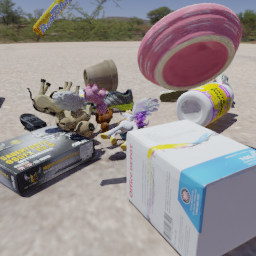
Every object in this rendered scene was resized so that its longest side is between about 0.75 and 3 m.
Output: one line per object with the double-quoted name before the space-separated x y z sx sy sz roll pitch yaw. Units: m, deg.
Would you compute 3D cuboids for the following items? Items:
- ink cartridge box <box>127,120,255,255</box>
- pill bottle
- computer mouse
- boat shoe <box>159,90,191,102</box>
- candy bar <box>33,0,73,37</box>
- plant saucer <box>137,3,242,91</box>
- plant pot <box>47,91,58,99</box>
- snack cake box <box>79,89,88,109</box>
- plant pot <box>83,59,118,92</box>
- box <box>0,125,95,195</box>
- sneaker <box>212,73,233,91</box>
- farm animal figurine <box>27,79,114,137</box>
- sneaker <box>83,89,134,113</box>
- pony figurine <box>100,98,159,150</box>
"ink cartridge box" 1.201 1.038 5.475 1.656 1.663 2.267 -12 25 -27
"pill bottle" 3.120 -0.969 10.869 1.421 1.421 2.725 17 28 37
"computer mouse" -3.426 -0.089 10.187 1.449 0.382 1.003 30 33 32
"boat shoe" 2.392 -1.661 13.668 1.767 0.660 0.604 -1 27 0
"candy bar" -1.478 -2.562 5.968 0.165 1.487 0.371 41 -1 16
"plant saucer" 1.668 -1.887 7.427 2.818 2.818 0.714 -5 62 -13
"plant pot" -3.356 -1.078 12.009 0.895 0.978 0.978 0 19 32
"snack cake box" -2.048 -1.364 13.078 0.919 0.537 1.597 3 21 3
"plant pot" -1.013 -1.814 9.925 1.012 1.166 1.166 -10 24 -21
"box" -2.461 0.712 7.745 1.967 0.600 2.484 17 27 36
"sneaker" 4.607 -1.871 13.805 1.075 1.161 2.879 23 34 13
"farm animal figurine" -1.685 -0.393 8.851 2.334 1.453 2.890 13 -11 10
"sneaker" -0.814 -1.221 12.158 2.336 0.945 0.863 -9 23 -22
"pony figurine" 0.221 -0.095 9.089 1.762 1.520 1.825 1 34 28
